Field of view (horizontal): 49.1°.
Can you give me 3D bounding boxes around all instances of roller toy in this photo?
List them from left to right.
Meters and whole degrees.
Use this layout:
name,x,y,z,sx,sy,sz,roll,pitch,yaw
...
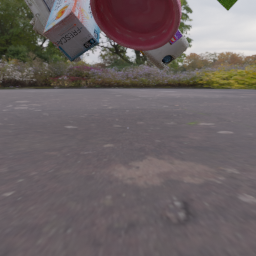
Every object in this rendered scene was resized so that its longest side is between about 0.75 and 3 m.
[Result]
name,x,y,z,sx,sy,sz,roll,pitch,yaw
roller toy,1.028,-3.224,10.074,2.166,1.514,1.976,41,20,-31

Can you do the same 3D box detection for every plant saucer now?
name,x,y,z,sx,sy,sz,roll,pitch,yaw
plant saucer,0.146,-2.062,4.805,1.584,0.402,1.584,14,-32,9

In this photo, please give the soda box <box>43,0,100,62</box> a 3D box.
name,x,y,z,sx,sy,sz,roll,pitch,yaw
soda box,-1.317,-2.990,7.223,0.901,0.969,2.834,-27,41,23

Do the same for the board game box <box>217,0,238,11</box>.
name,x,y,z,sx,sy,sz,roll,pitch,yaw
board game box,1.844,-3.482,5.915,2.013,0.962,0.302,24,34,-32

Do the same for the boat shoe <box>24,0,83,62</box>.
name,x,y,z,sx,sy,sz,roll,pitch,yaw
boat shoe,-2.397,-3.240,8.397,1.044,2.990,1.060,-20,36,10

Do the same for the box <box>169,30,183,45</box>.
name,x,y,z,sx,sy,sz,roll,pitch,yaw
box,0.851,-2.587,6.871,0.322,1.127,1.646,-36,8,15
